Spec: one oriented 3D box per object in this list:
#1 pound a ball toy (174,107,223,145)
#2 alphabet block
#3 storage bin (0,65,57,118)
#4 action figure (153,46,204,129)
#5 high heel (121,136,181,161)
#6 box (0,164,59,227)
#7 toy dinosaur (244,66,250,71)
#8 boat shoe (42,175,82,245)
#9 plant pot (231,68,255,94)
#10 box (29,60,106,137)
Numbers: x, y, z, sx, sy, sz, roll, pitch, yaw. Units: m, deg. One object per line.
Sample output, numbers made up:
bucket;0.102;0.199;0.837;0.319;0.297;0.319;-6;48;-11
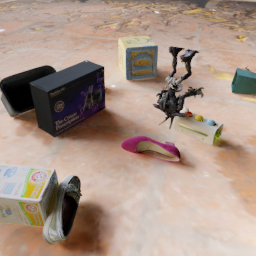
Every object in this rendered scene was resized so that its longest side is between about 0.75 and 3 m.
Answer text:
pound a ball toy;2.615;-0.273;10.489;1.880;0.799;1.226;26;43;32
alphabet block;0.493;-3.662;14.563;1.723;1.732;1.764;-7;35;-12
storage bin;-3.888;-1.251;11.279;2.321;1.690;1.559;-30;3;-35
action figure;1.841;-1.390;9.950;1.423;2.789;1.658;-8;25;-39
high heel;0.747;0.758;9.162;1.913;0.644;0.918;9;23;-9
box;-2.974;1.737;7.360;2.072;1.050;1.165;4;36;6
toy dinosaur;6.401;-3.092;15.079;0.561;0.319;1.056;18;35;-20
boat shoe;-1.531;1.986;7.153;0.625;0.719;1.950;-23;30;27
plant pot;5.632;-2.108;13.106;1.309;0.925;0.924;14;37;9
box;-2.178;-1.207;10.811;1.098;1.965;2.784;24;42;31
